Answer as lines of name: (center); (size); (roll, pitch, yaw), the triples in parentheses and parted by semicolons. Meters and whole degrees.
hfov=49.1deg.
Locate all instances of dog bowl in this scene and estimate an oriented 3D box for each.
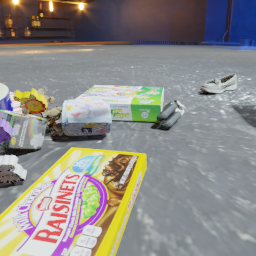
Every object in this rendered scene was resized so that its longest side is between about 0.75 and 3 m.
dog bowl: (-3.971, -0.515, 7.130); (1.937, 0.763, 1.937); (1, 30, -1)

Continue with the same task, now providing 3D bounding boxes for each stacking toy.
stacking toy: (-2.825, 0.156, 5.120); (2.427, 0.570, 1.830); (-5, 47, 3)

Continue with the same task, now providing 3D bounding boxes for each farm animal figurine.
farm animal figurine: (-1.872, -0.425, 6.842); (0.536, 1.029, 1.017); (-28, 35, -11)

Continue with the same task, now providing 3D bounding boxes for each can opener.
can opener: (1.199, -0.384, 7.887); (0.621, 0.492, 1.869); (-30, 4, 27)

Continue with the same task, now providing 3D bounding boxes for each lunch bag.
lunch bag: (-1.016, -0.250, 6.784); (1.143, 0.857, 1.348); (-2, 10, -11)

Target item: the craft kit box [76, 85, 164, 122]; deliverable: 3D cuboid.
craft kit box: (-0.175, -0.842, 8.884); (2.553, 0.619, 2.521); (2, 22, 8)

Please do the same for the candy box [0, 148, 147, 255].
candy box: (-0.699, 1.021, 3.866); (1.482, 0.383, 2.899); (2, 19, 13)

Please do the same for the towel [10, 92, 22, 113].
towel: (-4.050, -0.702, 8.845); (2.525, 0.378, 1.847); (16, 26, 31)

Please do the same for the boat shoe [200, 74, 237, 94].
boat shoe: (3.727, -1.817, 11.452); (2.021, 0.648, 0.745); (-12, 23, -31)

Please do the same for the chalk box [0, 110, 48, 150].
chalk box: (-2.333, 0.030, 5.719); (0.674, 0.678, 1.090); (15, 2, 37)
